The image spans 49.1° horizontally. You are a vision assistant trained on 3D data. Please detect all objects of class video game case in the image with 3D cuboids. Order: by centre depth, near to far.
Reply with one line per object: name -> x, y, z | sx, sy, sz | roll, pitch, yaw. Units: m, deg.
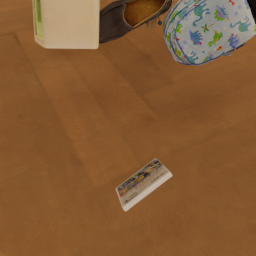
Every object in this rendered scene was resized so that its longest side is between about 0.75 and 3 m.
video game case -> 0.205, 0.805, 4.117 | 0.812, 0.093, 0.740 | -37, 13, -3

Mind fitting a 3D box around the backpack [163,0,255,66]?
backpack -> 2.035, -2.648, 6.984 | 2.447, 1.996, 1.881 | -18, 39, 26

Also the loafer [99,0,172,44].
loafer -> -0.085, -2.949, 7.350 | 2.555, 0.930, 0.924 | -25, 20, 17

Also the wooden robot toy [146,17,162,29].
wooden robot toy -> 0.766, -3.862, 8.120 | 0.863, 1.902, 0.838 | 35, 18, 31

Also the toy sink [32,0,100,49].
toy sink -> -1.572, -3.240, 6.629 | 1.399, 2.497, 1.628 | -6, 24, -24
